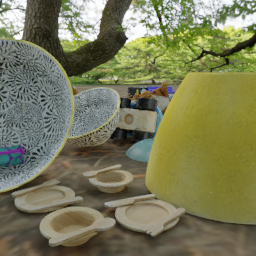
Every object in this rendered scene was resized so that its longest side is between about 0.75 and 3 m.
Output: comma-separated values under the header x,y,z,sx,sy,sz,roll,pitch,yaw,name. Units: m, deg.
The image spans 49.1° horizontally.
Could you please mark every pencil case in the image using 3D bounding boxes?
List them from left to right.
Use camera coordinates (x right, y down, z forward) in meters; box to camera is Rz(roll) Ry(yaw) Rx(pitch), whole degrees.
x,y,z,sx,sy,sz,roll,pitch,yaw,name
-2.352,0.518,5.048,0.879,0.374,0.406,-5,-27,-32,pencil case

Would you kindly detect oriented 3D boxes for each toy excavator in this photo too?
x,y,z,sx,sy,sz,roll,pitch,yaw,name
0.078,-0.236,8.814,2.376,1.220,2.443,6,0,23,toy excavator

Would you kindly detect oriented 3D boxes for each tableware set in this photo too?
x,y,z,sx,sy,sz,roll,pitch,yaw,name
-0.486,1.023,3.962,1.889,0.262,2.262,-7,12,-32,tableware set

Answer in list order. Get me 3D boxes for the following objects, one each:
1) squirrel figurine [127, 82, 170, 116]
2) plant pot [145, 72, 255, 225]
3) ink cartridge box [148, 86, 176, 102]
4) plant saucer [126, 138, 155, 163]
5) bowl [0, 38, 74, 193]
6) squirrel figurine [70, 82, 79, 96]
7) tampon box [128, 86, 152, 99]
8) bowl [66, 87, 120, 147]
x,y,z,sx,sy,sz,roll,pitch,yaw,name
0.546,-0.758,11.014,2.023,1.534,2.168,-11,-1,-3,squirrel figurine
1.645,0.043,4.678,2.701,1.917,2.701,-1,11,0,plant pot
1.708,-1.388,13.564,1.400,1.413,0.307,-5,-11,-22,ink cartridge box
0.721,0.484,6.721,1.547,0.298,1.547,1,11,0,plant saucer
-2.217,-0.155,5.289,2.714,2.714,1.274,1,-12,3,bowl
-4.037,-2.295,17.378,2.241,1.586,2.092,22,10,18,squirrel figurine
0.952,-1.469,14.296,1.674,1.255,1.057,-8,13,-36,tampon box
-0.975,-0.129,7.416,1.952,0.916,1.952,-14,40,12,bowl
